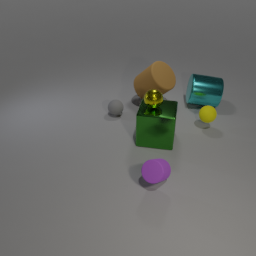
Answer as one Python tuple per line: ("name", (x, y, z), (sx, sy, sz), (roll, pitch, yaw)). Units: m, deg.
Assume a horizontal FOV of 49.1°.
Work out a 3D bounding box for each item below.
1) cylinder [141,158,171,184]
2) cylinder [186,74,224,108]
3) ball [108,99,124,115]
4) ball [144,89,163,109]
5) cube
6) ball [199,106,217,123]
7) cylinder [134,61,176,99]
("cylinder", (0.855, 1.282, 8.422), (0.700, 0.700, 0.700), (18, 5, 27))
("cylinder", (3.543, -1.739, 13.050), (1.400, 1.400, 1.400), (9, 32, 1))
("ball", (-0.546, -0.917, 12.423), (0.700, 0.700, 0.700), (0, 32, 0))
("ball", (0.922, -1.053, 10.105), (0.700, 0.700, 0.700), (0, 32, 0))
("cube", (1.105, -0.174, 10.693), (1.400, 1.400, 1.400), (6, 32, 10))
("ball", (3.237, -0.557, 11.366), (0.700, 0.700, 0.700), (0, 32, 0))
("cylinder", (1.197, -2.089, 12.694), (1.400, 1.400, 1.400), (-30, 1, -39))
